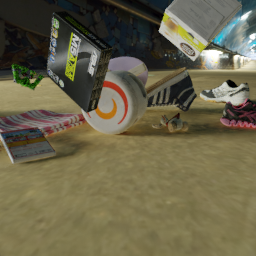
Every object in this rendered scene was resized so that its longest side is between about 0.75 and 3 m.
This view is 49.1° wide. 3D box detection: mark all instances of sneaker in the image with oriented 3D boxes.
[{"bbox_3d":[1.452,-1.111,11.579,2.899,1.573,1.016,-30,17,5],"label":"sneaker"},{"bbox_3d":[3.980,-0.483,8.964,1.900,0.906,0.751,4,13,11],"label":"sneaker"},{"bbox_3d":[4.682,-1.793,13.543,0.981,1.137,2.593,-14,19,-39],"label":"sneaker"}]

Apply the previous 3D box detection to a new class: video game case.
[{"bbox_3d":[-2.396,0.364,6.618,0.954,0.116,1.334,-10,32,-33],"label":"video game case"}]

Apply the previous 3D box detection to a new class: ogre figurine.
[{"bbox_3d":[-2.678,-1.316,7.370,0.402,0.491,0.819,8,-12,32],"label":"ogre figurine"}]

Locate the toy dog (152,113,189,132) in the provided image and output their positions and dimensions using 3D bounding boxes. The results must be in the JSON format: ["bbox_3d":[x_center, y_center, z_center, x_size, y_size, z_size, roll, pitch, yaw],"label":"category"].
[{"bbox_3d":[1.358,-0.260,8.717,0.784,0.572,1.188,-13,19,-40],"label":"toy dog"}]

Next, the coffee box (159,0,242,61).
[{"bbox_3d":[2.376,-3.728,9.645,1.751,1.754,1.734,41,-6,2],"label":"coffee box"}]

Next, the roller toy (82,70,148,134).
[{"bbox_3d":[-0.369,-0.779,8.358,1.774,1.945,1.359,14,20,17],"label":"roller toy"}]

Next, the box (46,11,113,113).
[{"bbox_3d":[-0.986,-1.229,5.312,0.336,1.416,1.367,-25,60,-40],"label":"box"}]

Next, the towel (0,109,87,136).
[{"bbox_3d":[-2.896,-0.223,8.851,2.171,0.444,2.967,9,17,28],"label":"towel"}]

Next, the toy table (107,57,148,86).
[{"bbox_3d":[-0.605,-1.555,10.323,2.904,2.670,1.701,-39,5,9],"label":"toy table"}]
